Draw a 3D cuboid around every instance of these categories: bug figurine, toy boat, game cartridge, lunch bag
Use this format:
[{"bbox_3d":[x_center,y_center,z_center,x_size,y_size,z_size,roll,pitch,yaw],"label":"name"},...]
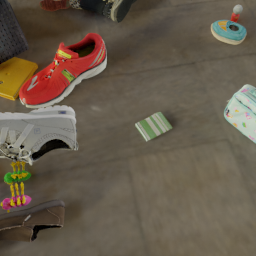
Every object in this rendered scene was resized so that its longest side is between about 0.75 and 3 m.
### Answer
[{"bbox_3d":[-2.911,1.406,6.234,1.445,0.480,1.864,-7,34,-16],"label":"bug figurine"},{"bbox_3d":[3.331,-3.357,9.044,1.145,0.633,1.362,23,63,13],"label":"toy boat"},{"bbox_3d":[-3.520,-1.526,8.273,1.205,0.222,1.367,18,60,10],"label":"game cartridge"},{"bbox_3d":[3.168,-0.323,7.011,0.572,1.189,1.483,-38,68,-20],"label":"lunch bag"}]

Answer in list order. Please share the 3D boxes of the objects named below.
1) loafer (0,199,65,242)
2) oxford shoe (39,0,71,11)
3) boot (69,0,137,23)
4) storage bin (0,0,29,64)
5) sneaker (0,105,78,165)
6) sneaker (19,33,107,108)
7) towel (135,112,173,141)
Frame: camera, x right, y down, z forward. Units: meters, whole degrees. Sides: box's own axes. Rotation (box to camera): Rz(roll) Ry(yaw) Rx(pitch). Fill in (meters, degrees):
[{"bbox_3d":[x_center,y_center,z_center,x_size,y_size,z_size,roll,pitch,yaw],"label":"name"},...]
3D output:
[{"bbox_3d":[-2.211,2.103,5.935,1.847,0.674,0.656,-18,61,-10],"label":"loafer"},{"bbox_3d":[-2.523,-4.344,9.817,1.110,0.393,0.410,0,35,1],"label":"oxford shoe"},{"bbox_3d":[-0.675,-4.830,9.724,1.931,0.923,2.557,19,62,13],"label":"boot"},{"bbox_3d":[-4.432,-3.370,8.154,1.396,2.013,2.977,-36,62,-18],"label":"storage bin"},{"bbox_3d":[-1.566,0.194,3.951,1.805,0.674,0.740,-15,67,-15],"label":"sneaker"},{"bbox_3d":[-1.846,-1.721,7.769,1.123,1.238,2.916,41,68,20],"label":"sneaker"},{"bbox_3d":[0.685,-0.051,7.496,0.814,0.095,0.621,-27,64,-15],"label":"towel"}]
